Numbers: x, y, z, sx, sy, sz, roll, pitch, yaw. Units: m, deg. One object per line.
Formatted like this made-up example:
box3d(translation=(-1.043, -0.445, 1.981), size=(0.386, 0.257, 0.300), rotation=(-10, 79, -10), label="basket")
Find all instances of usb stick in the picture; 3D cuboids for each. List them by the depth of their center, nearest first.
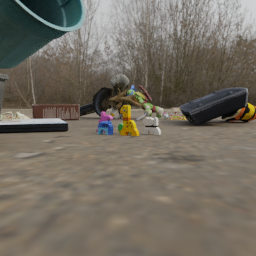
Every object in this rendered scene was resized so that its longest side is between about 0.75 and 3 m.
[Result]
box3d(translation=(-1.512, -1.024, 13.478), size=(2.786, 0.454, 0.772), rotation=(-13, -9, 26), label="usb stick")

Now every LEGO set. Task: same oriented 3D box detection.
box3d(translation=(-0.102, -0.172, 5.846), size=(1.494, 0.613, 0.570), rotation=(2, 6, 24), label="LEGO set")
box3d(translation=(2.183, -0.610, 11.867), size=(1.354, 0.504, 0.623), rotation=(-2, 5, -23), label="LEGO set")

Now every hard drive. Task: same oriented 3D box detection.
box3d(translation=(2.720, -0.743, 9.192), size=(1.927, 0.605, 2.857), rotation=(-22, 5, 8), label="hard drive")

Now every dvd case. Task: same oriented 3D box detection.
box3d(translation=(-2.548, -0.088, 7.298), size=(1.717, 0.211, 2.407), rotation=(-1, 5, -18), label="dvd case")

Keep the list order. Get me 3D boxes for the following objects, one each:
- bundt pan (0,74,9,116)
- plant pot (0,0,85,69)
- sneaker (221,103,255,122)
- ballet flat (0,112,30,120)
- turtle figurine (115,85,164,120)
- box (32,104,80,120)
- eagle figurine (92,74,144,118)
box3d(translation=(-3.172, -0.239, 3.834), size=(2.890, 1.085, 2.890), rotation=(-1, 4, 0), label="bundt pan")
box3d(translation=(-2.793, -2.846, 6.900), size=(2.437, 2.488, 2.488), rotation=(-25, -11, 34), label="plant pot")
box3d(translation=(4.134, -0.512, 10.253), size=(1.011, 0.786, 2.248), rotation=(21, 4, 7), label="sneaker")
box3d(translation=(-3.990, -0.375, 9.772), size=(1.197, 0.383, 0.453), rotation=(-2, 3, -30), label="ballet flat")
box3d(translation=(0.529, -0.747, 12.350), size=(1.891, 1.951, 1.404), rotation=(21, -33, -38), label="turtle figurine")
box3d(translation=(-2.947, -0.645, 11.418), size=(1.821, 0.682, 0.912), rotation=(0, 4, -19), label="box")
box3d(translation=(-0.535, -1.146, 12.232), size=(1.709, 1.718, 2.264), rotation=(-41, 8, -11), label="eagle figurine")
